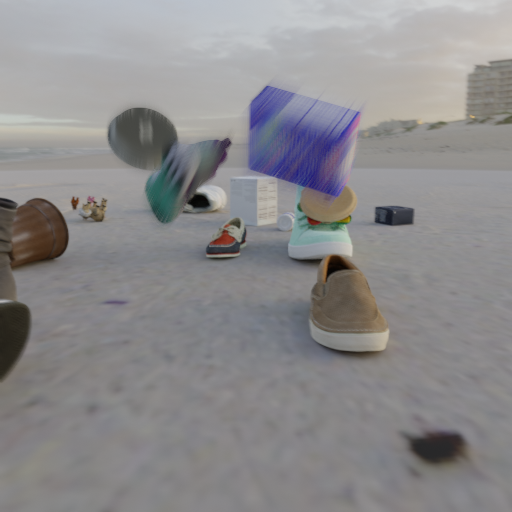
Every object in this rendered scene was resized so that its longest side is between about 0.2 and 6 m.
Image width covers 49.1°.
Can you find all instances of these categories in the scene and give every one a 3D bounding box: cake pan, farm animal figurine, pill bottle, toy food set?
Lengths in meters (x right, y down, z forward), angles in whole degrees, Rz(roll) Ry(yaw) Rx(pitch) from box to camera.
[{"bbox_3d":[-2.343,-2.521,11.825,1.562,1.562,0.286,-6,-24,-29],"label":"cake pan"},{"bbox_3d":[-4.716,-1.282,16.146,1.212,0.632,1.199,-1,21,-43],"label":"farm animal figurine"},{"bbox_3d":[0.812,-0.896,14.469,0.441,0.441,0.737,3,11,15],"label":"pill bottle"},{"bbox_3d":[1.373,-1.025,10.853,1.142,0.278,1.130,5,50,12],"label":"toy food set"}]

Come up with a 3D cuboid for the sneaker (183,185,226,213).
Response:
[{"bbox_3d":[-2.353,-1.882,18.083,2.604,1.014,1.294,1,15,11],"label":"sneaker"}]

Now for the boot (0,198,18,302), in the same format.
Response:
[{"bbox_3d":[-4.046,0.090,6.224,2.670,1.757,0.932,-5,14,-23],"label":"boot"}]

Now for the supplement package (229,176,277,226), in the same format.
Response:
[{"bbox_3d":[-0.072,-1.537,15.521,0.964,1.271,0.957,8,14,36],"label":"supplement package"}]

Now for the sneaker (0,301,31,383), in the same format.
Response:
[{"bbox_3d":[-3.077,0.854,4.743,1.365,0.945,2.260,12,15,9],"label":"sneaker"}]

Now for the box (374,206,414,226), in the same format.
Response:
[{"bbox_3d":[3.814,-1.118,15.509,0.770,0.460,0.783,-6,13,-26],"label":"box"}]

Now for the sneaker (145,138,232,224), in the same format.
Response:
[{"bbox_3d":[-1.262,-1.366,10.467,1.151,0.978,2.629,-23,-3,-26],"label":"sneaker"}]

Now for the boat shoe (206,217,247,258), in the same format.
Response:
[{"bbox_3d":[-0.578,-0.365,11.457,0.681,0.598,1.913,4,13,11],"label":"boat shoe"}]

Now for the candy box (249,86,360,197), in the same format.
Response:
[{"bbox_3d":[0.669,-1.653,8.146,1.471,1.244,0.567,22,51,16],"label":"candy box"}]

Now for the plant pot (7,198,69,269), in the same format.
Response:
[{"bbox_3d":[-4.275,-0.335,10.159,1.212,1.212,1.200,5,20,24],"label":"plant pot"}]

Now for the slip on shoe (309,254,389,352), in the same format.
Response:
[{"bbox_3d":[1.083,0.518,6.809,0.865,0.689,2.276,1,11,5],"label":"slip on shoe"}]

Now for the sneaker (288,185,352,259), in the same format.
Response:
[{"bbox_3d":[1.210,-0.989,11.229,1.182,1.895,3.212,0,12,-2],"label":"sneaker"}]
